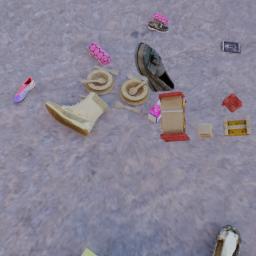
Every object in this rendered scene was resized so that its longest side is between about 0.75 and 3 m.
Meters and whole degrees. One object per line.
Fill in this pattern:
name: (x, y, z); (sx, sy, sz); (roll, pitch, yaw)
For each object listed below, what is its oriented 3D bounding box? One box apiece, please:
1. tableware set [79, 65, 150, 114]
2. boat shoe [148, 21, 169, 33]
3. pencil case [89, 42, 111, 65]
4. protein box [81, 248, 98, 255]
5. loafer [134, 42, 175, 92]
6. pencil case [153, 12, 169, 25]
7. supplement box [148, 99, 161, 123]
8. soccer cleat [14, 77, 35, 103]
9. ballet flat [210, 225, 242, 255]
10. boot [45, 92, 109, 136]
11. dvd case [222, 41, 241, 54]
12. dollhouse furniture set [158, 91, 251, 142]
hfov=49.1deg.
tableware set: (-0.487, -1.910, 12.304); (2.984, 0.598, 1.972); (16, 61, 9)
boat shoe: (1.574, -5.211, 14.364); (1.102, 0.332, 0.407); (20, 62, 11)
pencil case: (-1.376, -3.524, 13.304); (0.580, 0.562, 1.238); (-44, 64, 9)
protein box: (-0.677, 5.401, 7.261); (2.979, 2.009, 2.957); (30, 64, 16)
loafer: (0.927, -1.866, 8.868); (0.794, 2.524, 0.907); (13, 78, 23)
pencil case: (1.708, -5.729, 14.654); (0.839, 0.381, 0.393); (33, 69, 20)
supplement box: (1.247, -0.715, 11.707); (0.451, 0.442, 0.873); (33, 65, 17)
soccer cleat: (-4.577, -1.673, 12.240); (0.444, 0.477, 1.303); (25, 63, 13)
ballet flat: (2.929, 4.202, 8.625); (0.934, 0.934, 2.598); (18, 62, 10)
boot: (-2.103, -0.869, 11.586); (2.211, 0.805, 1.718); (29, 64, 14)
dvd case: (5.088, -3.984, 13.807); (0.928, 0.074, 0.690); (8, 60, 5)
dollhouse furniture set: (2.107, -0.333, 7.938); (2.431, 0.989, 1.308); (-3, 78, 18)
